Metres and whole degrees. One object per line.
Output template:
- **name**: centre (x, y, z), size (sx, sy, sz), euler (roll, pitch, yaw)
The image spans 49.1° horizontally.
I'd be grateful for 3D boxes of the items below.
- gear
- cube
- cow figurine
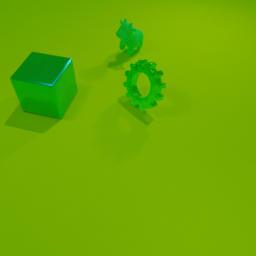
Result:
- **gear**: centre (0.469, -1.306, 8.495), size (0.272, 1.472, 1.472), euler (-17, 48, -43)
- **cube**: centre (-2.486, -1.312, 8.574), size (1.352, 1.352, 1.352), euler (12, 51, 10)
- **cow figurine**: centre (0.120, -3.390, 10.228), size (0.756, 1.355, 1.377), euler (37, 50, 18)
